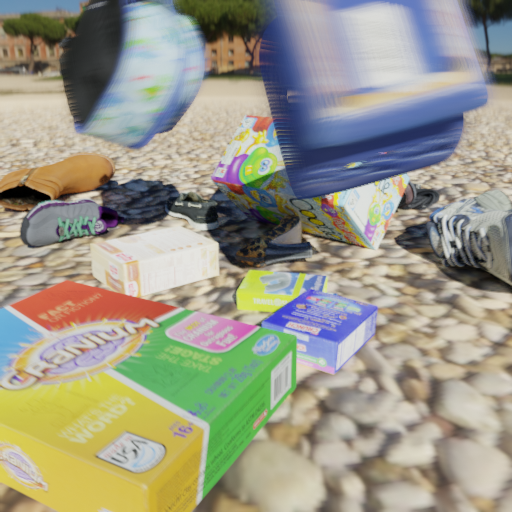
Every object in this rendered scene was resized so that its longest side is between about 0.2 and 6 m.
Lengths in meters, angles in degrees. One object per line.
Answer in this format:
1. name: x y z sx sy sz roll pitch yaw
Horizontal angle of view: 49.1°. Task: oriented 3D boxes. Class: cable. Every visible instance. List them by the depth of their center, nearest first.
1. cable: 3.212 -1.307 12.583 1.669 0.424 1.362 0 25 -8

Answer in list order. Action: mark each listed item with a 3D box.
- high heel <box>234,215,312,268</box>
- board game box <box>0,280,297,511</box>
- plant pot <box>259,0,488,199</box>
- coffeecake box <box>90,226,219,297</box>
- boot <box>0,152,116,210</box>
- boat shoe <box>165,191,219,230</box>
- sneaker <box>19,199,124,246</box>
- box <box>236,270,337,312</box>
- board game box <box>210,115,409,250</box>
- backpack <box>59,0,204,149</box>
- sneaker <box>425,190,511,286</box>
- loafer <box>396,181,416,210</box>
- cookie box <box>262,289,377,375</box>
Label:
1. high heel: 0.186 -0.305 9.408 1.211 0.607 1.699 -5 21 -5
2. board game box: -1.491 1.152 5.221 3.083 0.622 2.359 10 22 26
3. plant pot: 0.937 -1.537 4.782 1.587 1.587 1.427 -14 -8 -2
4. coffeecake box: -1.514 0.059 8.374 1.530 0.559 1.174 -14 24 -35
5. boot: -4.478 -1.672 12.595 2.559 0.981 1.987 -5 20 -11
6. boat shoe: -1.301 -1.034 11.416 0.721 0.575 1.906 -14 24 -34
7. sneaker: -3.262 -0.621 10.085 0.887 0.754 2.026 13 22 19
8. box: 0.438 0.497 7.554 1.272 0.303 0.776 3 21 11
9. board game box: 0.932 -1.386 10.143 2.965 1.527 1.555 16 -17 39
10. backpack: -1.586 -2.448 7.348 1.486 1.851 2.023 15 44 -36
11. sneaker: 3.363 -0.191 8.551 1.380 1.248 3.240 -7 11 10
12. loafer: 2.170 -1.256 11.907 0.769 0.877 2.441 -34 29 -34
13. cookie box: 0.735 0.831 6.428 0.945 0.415 1.104 13 23 32
